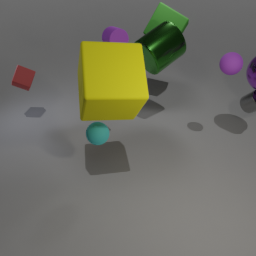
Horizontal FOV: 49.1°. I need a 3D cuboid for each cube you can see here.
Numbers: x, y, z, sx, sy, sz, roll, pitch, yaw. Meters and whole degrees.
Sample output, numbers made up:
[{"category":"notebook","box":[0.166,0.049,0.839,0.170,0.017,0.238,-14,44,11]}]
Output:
[{"category":"cube","box":[-4.132,-1.964,11.063,0.700,0.700,0.700,19,-12,-21]},{"category":"cube","box":[-0.433,-1.058,6.679,1.400,1.400,1.400,-2,72,-14]},{"category":"cube","box":[1.681,-4.374,12.222,1.400,1.400,1.400,32,18,2]}]

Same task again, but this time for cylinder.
[{"category":"cylinder","box":[-0.433,-3.009,9.401,0.700,0.700,0.700,-15,30,-22]},{"category":"cylinder","box":[1.150,-2.905,10.212,1.400,1.400,1.400,-38,43,-12]},{"category":"cylinder","box":[4.609,-0.969,10.258,0.700,0.700,0.700,-14,-10,-22]}]

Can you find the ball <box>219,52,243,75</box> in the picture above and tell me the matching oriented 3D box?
[{"category":"ball","box":[3.223,-2.008,8.746,0.700,0.700,0.700,0,32,0]}]

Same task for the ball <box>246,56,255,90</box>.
[{"category":"ball","box":[4.788,-1.896,9.543,1.400,1.400,1.400,0,32,0]}]

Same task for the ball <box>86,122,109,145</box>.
[{"category":"ball","box":[-0.904,0.162,8.342,0.700,0.700,0.700,0,32,0]}]
